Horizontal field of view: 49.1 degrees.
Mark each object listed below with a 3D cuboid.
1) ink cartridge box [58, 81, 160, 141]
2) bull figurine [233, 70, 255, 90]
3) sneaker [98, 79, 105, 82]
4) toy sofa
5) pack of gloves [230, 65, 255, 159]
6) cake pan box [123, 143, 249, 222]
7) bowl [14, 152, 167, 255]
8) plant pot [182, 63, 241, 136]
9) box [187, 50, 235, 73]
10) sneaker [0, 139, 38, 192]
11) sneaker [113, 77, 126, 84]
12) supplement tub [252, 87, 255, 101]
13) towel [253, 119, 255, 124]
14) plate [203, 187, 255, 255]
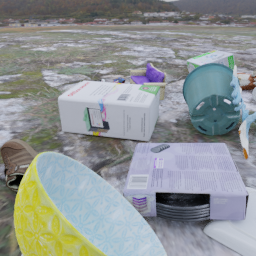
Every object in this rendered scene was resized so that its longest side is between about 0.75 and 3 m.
[{"bbox_3d":[-0.496,-0.629,8.858,2.759,1.158,1.998,6,25,13],"label":"ink cartridge box"},{"bbox_3d":[5.205,-2.106,12.361,2.332,0.760,1.416,2,-4,18],"label":"bull figurine"},{"bbox_3d":[-1.214,-1.886,12.486,0.478,0.445,1.108,-10,25,-18],"label":"sneaker"},{"bbox_3d":[0.793,-2.031,11.955,0.943,1.111,2.276,-3,26,-14],"label":"toy sofa"},{"bbox_3d":[3.302,-0.583,7.755,0.470,2.001,2.382,-9,19,27],"label":"pack of gloves"},{"bbox_3d":[1.106,0.971,5.749,2.134,0.606,2.317,-3,19,9],"label":"cake pan box"},{"bbox_3d":[-0.696,1.512,3.805,2.295,1.235,2.295,41,3,-3],"label":"bowl"},{"bbox_3d":[2.634,-0.821,8.748,1.879,1.879,1.840,4,33,10],"label":"plant pot"},{"bbox_3d":[4.127,-3.133,14.084,1.663,0.911,1.884,-21,24,-4],"label":"box"},{"bbox_3d":[-2.373,0.870,6.083,2.205,0.777,0.833,20,32,37],"label":"sneaker"},{"bbox_3d":[-0.524,-1.865,11.985,0.378,0.363,0.963,35,51,18],"label":"sneaker"},{"bbox_3d":[5.577,-1.454,11.178,1.128,0.744,0.744,-19,31,-35],"label":"supplement tub"},{"bbox_3d":[4.888,-0.093,8.416,1.735,0.418,1.485,-2,25,-21],"label":"towel"},{"bbox_3d":[2.510,1.698,4.876,1.752,0.284,1.756,21,32,39],"label":"plate"}]
